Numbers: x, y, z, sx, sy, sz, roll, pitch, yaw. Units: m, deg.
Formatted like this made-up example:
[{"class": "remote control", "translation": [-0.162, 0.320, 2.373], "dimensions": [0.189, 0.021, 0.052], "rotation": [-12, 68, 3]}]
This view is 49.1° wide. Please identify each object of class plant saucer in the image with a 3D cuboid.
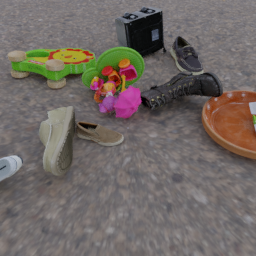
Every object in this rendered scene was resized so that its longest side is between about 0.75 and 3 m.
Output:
[{"class": "plant saucer", "translation": [3.698, -0.127, 8.347], "dimensions": [2.968, 0.479, 2.968], "rotation": [0, 40, 0]}]

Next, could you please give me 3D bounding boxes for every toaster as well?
[{"class": "toaster", "translation": [0.556, -3.932, 11.761], "dimensions": [1.785, 1.974, 1.171], "rotation": [-25, 44, -15]}]

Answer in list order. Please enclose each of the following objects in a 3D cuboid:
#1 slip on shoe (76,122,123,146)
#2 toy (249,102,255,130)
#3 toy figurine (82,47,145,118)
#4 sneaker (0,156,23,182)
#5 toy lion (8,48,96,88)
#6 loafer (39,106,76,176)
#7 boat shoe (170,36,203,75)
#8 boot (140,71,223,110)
[{"class": "slip on shoe", "translation": [-0.831, 0.121, 8.081], "dimensions": [1.429, 0.433, 0.543], "rotation": [14, 43, 16]}, {"class": "toy", "translation": [4.684, -0.312, 8.054], "dimensions": [2.077, 0.490, 1.196], "rotation": [-7, 57, 13]}, {"class": "toy figurine", "translation": [-0.436, -1.192, 9.027], "dimensions": [2.267, 1.702, 2.086], "rotation": [-18, 49, 12]}, {"class": "sneaker", "translation": [-3.200, 1.135, 6.674], "dimensions": [1.629, 0.595, 0.577], "rotation": [-22, -4, 15]}, {"class": "toy lion", "translation": [-2.781, -2.628, 11.019], "dimensions": [2.761, 0.948, 2.646], "rotation": [16, 37, 18]}, {"class": "loafer", "translation": [-1.953, 0.302, 7.548], "dimensions": [0.889, 0.985, 2.603], "rotation": [-3, 32, -1]}, {"class": "boat shoe", "translation": [2.354, -2.961, 11.340], "dimensions": [0.867, 0.782, 2.412], "rotation": [-7, 42, -8]}, {"class": "boot", "translation": [1.539, -1.069, 8.946], "dimensions": [2.089, 0.831, 2.400], "rotation": [-27, 25, -19]}]
